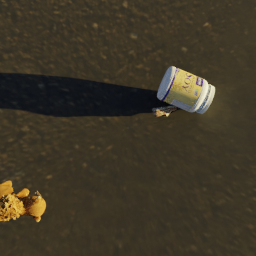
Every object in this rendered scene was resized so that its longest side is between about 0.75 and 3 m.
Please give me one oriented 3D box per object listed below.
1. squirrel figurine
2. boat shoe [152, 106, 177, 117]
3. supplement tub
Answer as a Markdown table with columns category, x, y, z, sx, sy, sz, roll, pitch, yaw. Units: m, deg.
| category | x | y | z | sx | sy | sz | roll | pitch | yaw |
| --- | --- | --- | --- | --- | --- | --- | --- | --- | --- |
| squirrel figurine | -2.749 | 1.955 | 6.871 | 1.270 | 1.361 | 0.963 | 9 | 92 | 11 |
| boat shoe | 1.105 | -0.492 | 8.442 | 0.861 | 0.326 | 0.309 | -9 | 94 | -27 |
| supplement tub | 1.688 | -1.085 | 8.244 | 1.432 | 1.041 | 1.041 | 22 | 74 | -4 |
